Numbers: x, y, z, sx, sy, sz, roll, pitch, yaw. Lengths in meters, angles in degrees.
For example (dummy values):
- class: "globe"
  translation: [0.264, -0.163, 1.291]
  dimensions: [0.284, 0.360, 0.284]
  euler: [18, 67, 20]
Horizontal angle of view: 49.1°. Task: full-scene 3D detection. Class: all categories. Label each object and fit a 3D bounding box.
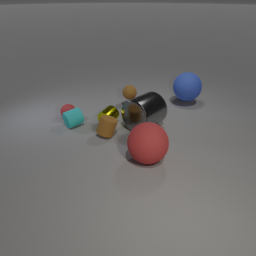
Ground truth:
- class: "ball"
  translation: [2.929, -2.036, 13.826]
  dimensions: [1.400, 1.400, 1.400]
  euler: [0, 28, 0]
- class: "ball"
  translation: [-2.678, -0.736, 12.575]
  dimensions: [0.700, 0.700, 0.700]
  euler: [0, 28, 0]
- class: "ball"
  translation: [0.079, -1.733, 13.658]
  dimensions: [0.700, 0.700, 0.700]
  euler: [0, 28, 0]
- class: "cylinder"
  translation: [-0.836, -0.072, 11.105]
  dimensions: [0.700, 0.700, 0.700]
  euler: [17, 20, -6]
- class: "cylinder"
  translation: [-0.836, -0.515, 12.035]
  dimensions: [0.700, 0.700, 0.700]
  euler: [14, 37, 25]
- class: "cylinder"
  translation: [0.682, -0.670, 11.657]
  dimensions: [1.400, 1.400, 1.400]
  euler: [22, 35, 36]
- class: "ball"
  translation: [0.668, 0.507, 9.379]
  dimensions: [1.400, 1.400, 1.400]
  euler: [0, 28, 0]
- class: "cylinder"
  translation: [-2.322, -0.432, 11.884]
  dimensions: [0.700, 0.700, 0.700]
  euler: [-26, 36, -25]
